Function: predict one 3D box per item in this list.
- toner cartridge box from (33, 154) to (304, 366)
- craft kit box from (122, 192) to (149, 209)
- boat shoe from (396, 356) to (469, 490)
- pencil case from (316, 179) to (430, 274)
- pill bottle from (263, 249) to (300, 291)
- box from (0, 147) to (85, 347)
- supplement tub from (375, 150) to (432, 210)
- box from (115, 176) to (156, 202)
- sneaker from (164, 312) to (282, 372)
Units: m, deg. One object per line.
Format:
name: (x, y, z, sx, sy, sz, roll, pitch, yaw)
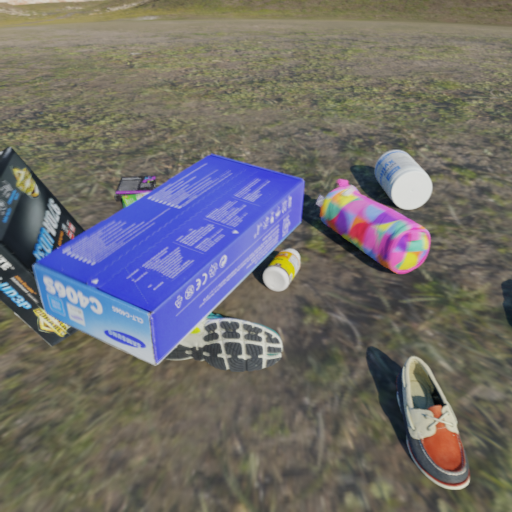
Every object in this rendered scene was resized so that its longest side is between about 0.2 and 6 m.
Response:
toner cartridge box: (-1.095, -0.258, 9.033, 2.085, 0.948, 4.390, 18, 38, 25)
craft kit box: (-2.166, -1.059, 12.855, 1.558, 0.383, 1.577, -8, 30, -19)
boat shoe: (2.205, 2.055, 7.077, 0.647, 0.569, 1.818, 0, 31, -3)
pencil case: (2.283, -0.613, 11.174, 1.109, 1.109, 2.509, -15, 34, -25)
pill bottle: (0.503, 0.229, 10.381, 0.506, 0.506, 0.927, 11, 31, 19)
box: (-3.798, -0.269, 9.348, 0.695, 2.400, 3.019, -32, 30, 5)
supplement tub: (3.545, -1.876, 13.622, 1.015, 1.015, 1.538, -2, 28, -4)
box: (-3.011, -1.705, 14.123, 0.897, 0.226, 1.254, -1, 31, -4)
sneaker: (-0.625, 1.143, 8.513, 2.167, 0.840, 0.863, 8, 21, 14)
